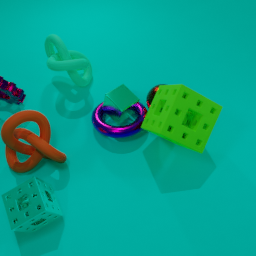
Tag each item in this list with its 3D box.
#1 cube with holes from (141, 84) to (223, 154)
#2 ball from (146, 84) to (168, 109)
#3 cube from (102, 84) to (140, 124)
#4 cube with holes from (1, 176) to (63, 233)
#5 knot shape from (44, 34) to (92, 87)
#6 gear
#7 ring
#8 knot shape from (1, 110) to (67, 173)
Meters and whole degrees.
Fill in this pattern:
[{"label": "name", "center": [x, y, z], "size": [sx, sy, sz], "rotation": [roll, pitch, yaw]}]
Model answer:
[{"label": "cube with holes", "center": [1.361, -0.271, 7.366], "size": [1.290, 1.290, 1.290], "rotation": [25, 89, -19]}, {"label": "ball", "center": [1.058, -0.845, 8.580], "size": [1.007, 1.007, 1.007], "rotation": [0, 55, 0]}, {"label": "cube", "center": [-0.222, -0.701, 8.238], "size": [0.728, 0.728, 0.728], "rotation": [-36, 73, -29]}, {"label": "cube with holes", "center": [-2.230, 1.822, 6.583], "size": [0.870, 0.870, 0.870], "rotation": [-30, 63, -2]}, {"label": "knot shape", "center": [-2.014, -2.218, 9.020], "size": [1.811, 1.936, 0.894], "rotation": [41, 100, 10]}, {"label": "gear", "center": [-3.885, -1.181, 8.427], "size": [1.535, 1.535, 0.284], "rotation": [14, 72, 10]}, {"label": "ring", "center": [-0.242, -0.349, 8.451], "size": [1.728, 0.346, 1.728], "rotation": [-2, 42, 2]}, {"label": "knot shape", "center": [-2.431, 0.500, 7.407], "size": [1.726, 1.845, 0.852], "rotation": [25, 36, -7]}]
